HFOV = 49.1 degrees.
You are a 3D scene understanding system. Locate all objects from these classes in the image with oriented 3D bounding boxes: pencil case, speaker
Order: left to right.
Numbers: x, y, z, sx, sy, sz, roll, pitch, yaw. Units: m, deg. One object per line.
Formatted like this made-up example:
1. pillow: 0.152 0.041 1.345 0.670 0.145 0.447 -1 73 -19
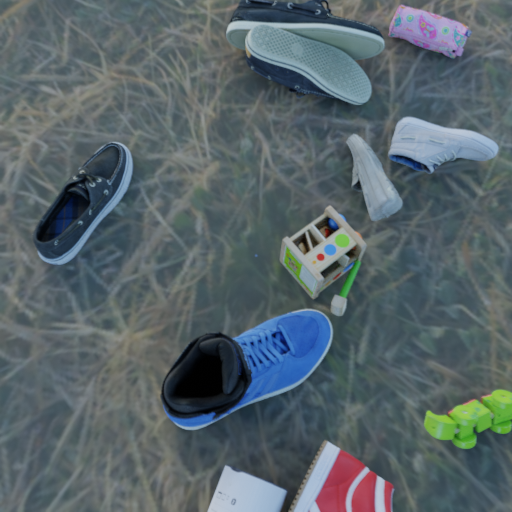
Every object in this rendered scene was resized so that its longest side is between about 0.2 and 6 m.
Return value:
1. speaker: -0.479 4.589 8.299 1.071 1.071 2.639 19 68 8
2. pencil case: 3.841 -4.980 12.469 1.697 0.742 0.742 23 69 7

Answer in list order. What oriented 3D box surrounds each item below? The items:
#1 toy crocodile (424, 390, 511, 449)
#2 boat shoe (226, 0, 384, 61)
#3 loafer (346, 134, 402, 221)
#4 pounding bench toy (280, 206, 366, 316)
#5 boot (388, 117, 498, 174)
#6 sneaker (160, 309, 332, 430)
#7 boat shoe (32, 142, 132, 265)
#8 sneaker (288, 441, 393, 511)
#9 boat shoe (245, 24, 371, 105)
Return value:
1. toy crocodile: 3.725 2.648 9.342 1.915 0.647 0.591 -15 25 -15
2. boat shoe: 1.108 -5.073 12.224 3.414 1.276 1.132 7 80 13
3. loafer: 2.166 -1.578 11.056 0.707 0.708 2.026 -33 52 21
4. pounding bench toy: 1.437 0.133 10.188 1.263 1.006 1.619 -35 72 -14
5. boot: 3.727 -2.050 11.329 2.048 0.753 0.979 18 75 16
6. sneaker: -0.070 1.708 9.106 3.200 1.780 1.228 -25 70 -10
7. boat shoe: -3.301 -1.139 10.823 0.974 0.803 2.838 22 69 9
8. sneaker: 1.105 4.417 8.413 1.575 0.998 2.801 26 68 14
9. boat shoe: 1.090 -3.963 11.980 2.899 0.902 1.081 19 68 -9
